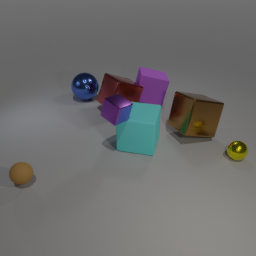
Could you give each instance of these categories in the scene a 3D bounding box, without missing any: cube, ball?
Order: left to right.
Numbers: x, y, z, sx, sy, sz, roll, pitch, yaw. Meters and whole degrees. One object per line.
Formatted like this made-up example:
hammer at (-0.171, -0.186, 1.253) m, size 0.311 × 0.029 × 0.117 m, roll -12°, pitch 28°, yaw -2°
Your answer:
ball at (-3.252, 1.379, 8.536) m, size 0.700 × 0.700 × 0.700 m, roll 0°, pitch 29°, yaw 0°
ball at (-2.200, -2.125, 14.342) m, size 1.400 × 1.400 × 1.400 m, roll 0°, pitch 29°, yaw 0°
cube at (-0.376, -0.612, 9.270) m, size 0.700 × 0.700 × 0.700 m, roll 36°, pitch 38°, yaw 25°
cube at (-0.390, -1.569, 12.969) m, size 1.400 × 1.400 × 1.400 m, roll 7°, pitch 21°, yaw -36°
cube at (0.413, -0.009, 10.456) m, size 1.400 × 1.400 × 1.400 m, roll 7°, pitch 34°, yaw 12°
cube at (1.114, -2.071, 13.962) m, size 1.400 × 1.400 × 1.400 m, roll 11°, pitch 27°, yaw -8°
cube at (2.616, -0.545, 10.988) m, size 1.400 × 1.400 × 1.400 m, roll 4°, pitch 18°, yaw -24°
ball at (3.850, 0.789, 9.848) m, size 0.700 × 0.700 × 0.700 m, roll 0°, pitch 29°, yaw 0°
